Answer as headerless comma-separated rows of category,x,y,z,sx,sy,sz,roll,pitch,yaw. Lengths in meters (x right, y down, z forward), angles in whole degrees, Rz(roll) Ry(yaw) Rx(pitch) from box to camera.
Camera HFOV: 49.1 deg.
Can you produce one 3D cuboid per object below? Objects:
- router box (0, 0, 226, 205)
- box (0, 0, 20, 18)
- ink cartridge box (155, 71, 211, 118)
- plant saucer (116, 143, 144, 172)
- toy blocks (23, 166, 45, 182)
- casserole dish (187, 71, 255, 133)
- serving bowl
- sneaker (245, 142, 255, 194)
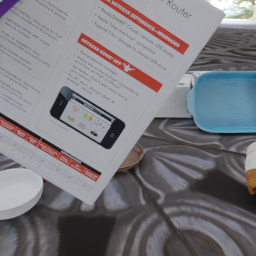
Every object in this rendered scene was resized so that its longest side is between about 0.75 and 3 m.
router box,-0.941,-0.879,3.130,2.906,2.608,0.710,33,23,-4
box,-1.630,-1.136,2.147,1.625,1.112,0.318,-31,18,18
ink cartridge box,2.072,-1.162,9.362,2.607,1.119,1.909,-1,26,1
plant saucer,-0.306,0.649,6.608,1.358,0.234,1.358,0,25,0
toy blocks,-1.696,0.804,6.131,0.976,0.488,0.667,-19,43,-33
casserole dish,3.059,-0.717,8.014,2.854,1.729,0.554,0,-3,-1
serving bowl,-2.183,1.251,5.144,1.247,0.410,1.247,1,26,0
sneaker,3.540,1.185,4.966,2.853,1.039,1.208,13,54,18
